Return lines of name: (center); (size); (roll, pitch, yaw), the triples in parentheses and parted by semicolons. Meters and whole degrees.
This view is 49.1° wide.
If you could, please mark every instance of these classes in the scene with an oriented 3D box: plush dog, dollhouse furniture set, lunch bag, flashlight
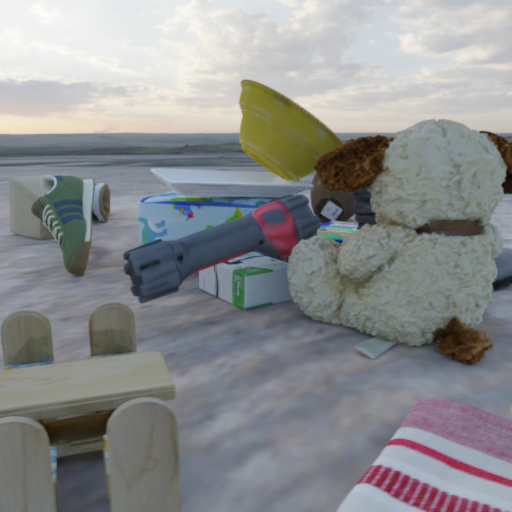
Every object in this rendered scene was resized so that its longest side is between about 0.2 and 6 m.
plush dog: (1.816, -0.286, 6.032); (2.695, 2.314, 2.162); (-3, 13, -11)
dollhouse furniture set: (-1.665, 0.718, 3.609); (2.175, 1.445, 1.906); (-4, 14, -18)
lunch bag: (-0.598, -0.628, 9.904); (2.457, 1.260, 3.056); (5, 14, 13)
flashlight: (-0.390, -0.082, 6.884); (2.409, 0.816, 0.819); (-21, 17, -22)

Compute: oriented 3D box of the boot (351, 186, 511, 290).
boot: (2.598, -0.428, 7.843); (2.719, 1.790, 0.949); (-4, 13, -16)

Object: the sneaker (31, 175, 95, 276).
sneaker: (-3.152, -0.565, 9.012); (0.931, 0.695, 2.073); (12, 43, -24)

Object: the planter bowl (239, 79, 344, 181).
planter bowl: (0.376, -1.760, 8.706); (2.047, 0.852, 2.047); (33, 2, -1)

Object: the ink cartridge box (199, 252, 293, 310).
ink cartridge box: (-0.143, 0.293, 7.606); (0.862, 0.488, 1.176); (-9, 16, -35)

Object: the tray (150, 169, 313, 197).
tray: (-0.383, -1.101, 8.591); (2.264, 0.251, 1.216); (-2, 19, -25)

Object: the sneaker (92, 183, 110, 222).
sneaker: (-4.340, -1.351, 13.777); (1.414, 0.913, 2.606); (2, 5, -13)

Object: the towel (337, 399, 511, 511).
towel: (1.327, 1.486, 2.922); (1.756, 0.277, 2.438); (7, 15, 32)

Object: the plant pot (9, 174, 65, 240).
plant pot: (-4.361, -0.959, 11.772); (1.225, 1.227, 1.086); (-12, 29, -42)

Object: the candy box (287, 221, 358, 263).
candy box: (1.455, -0.169, 9.412); (1.295, 0.590, 1.532); (8, 14, 36)

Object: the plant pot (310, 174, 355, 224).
plant pot: (1.857, -1.316, 13.221); (1.398, 1.398, 1.496); (4, 27, 15)
